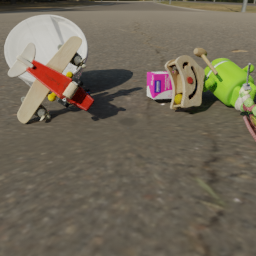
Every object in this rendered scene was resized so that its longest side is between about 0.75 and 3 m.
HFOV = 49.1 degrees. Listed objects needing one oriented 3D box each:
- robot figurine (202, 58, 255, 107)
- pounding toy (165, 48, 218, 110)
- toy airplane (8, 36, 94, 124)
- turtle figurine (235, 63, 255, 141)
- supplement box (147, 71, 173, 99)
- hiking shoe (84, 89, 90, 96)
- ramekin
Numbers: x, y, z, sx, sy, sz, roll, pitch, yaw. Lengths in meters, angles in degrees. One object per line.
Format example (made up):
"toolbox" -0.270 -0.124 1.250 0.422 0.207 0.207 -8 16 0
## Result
"robot figurine" 3.304 -1.527 9.296 1.763 1.163 2.010 -22 49 -11
"pounding toy" 1.896 -1.598 8.563 1.186 2.074 1.189 14 -10 -29
"toy airplane" -2.257 -1.397 8.285 2.308 2.298 1.629 -13 -7 4
"turtle figurine" 3.716 -0.729 7.301 1.536 2.135 2.070 -11 9 7
"supplement box" 1.587 -1.517 9.791 1.725 0.873 0.892 -4 16 -10
"hiking shoe" -1.704 -1.150 9.592 1.072 0.465 0.399 9 10 27
"ramekin" -2.879 -2.606 10.339 2.857 1.331 2.857 2 72 -5
